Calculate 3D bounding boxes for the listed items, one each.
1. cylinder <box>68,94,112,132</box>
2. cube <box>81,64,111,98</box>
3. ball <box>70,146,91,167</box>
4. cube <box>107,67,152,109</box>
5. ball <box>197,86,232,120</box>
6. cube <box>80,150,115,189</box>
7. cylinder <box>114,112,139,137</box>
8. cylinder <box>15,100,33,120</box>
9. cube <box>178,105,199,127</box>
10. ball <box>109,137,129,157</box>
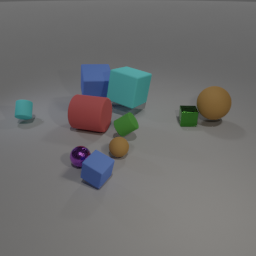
[{"bbox_3d":[-1.521,-0.605,11.414,1.400,1.400,1.400,8,29,14],"label":"cylinder"},{"bbox_3d":[-1.578,-2.196,13.885,1.400,1.400,1.400,-3,47,-13],"label":"cube"},{"bbox_3d":[-1.574,0.941,9.282,0.700,0.700,0.700,0,28,0],"label":"ball"},{"bbox_3d":[0.055,-1.869,12.675,1.400,1.400,1.400,22,27,24],"label":"cube"},{"bbox_3d":[3.586,-1.044,11.709,1.400,1.400,1.400,0,28,0],"label":"ball"},{"bbox_3d":[-0.911,1.220,8.352,0.700,0.700,0.700,28,41,16],"label":"cube"},{"bbox_3d":[-0.065,-0.129,10.514,0.700,0.700,0.700,-29,22,19],"label":"cylinder"},{"bbox_3d":[-4.487,-0.782,12.061,0.700,0.700,0.700,-1,-14,0],"label":"cylinder"},{"bbox_3d":[2.581,-0.512,12.015,0.700,0.700,0.700,1,28,2],"label":"cube"},{"bbox_3d":[-0.313,0.656,9.696,0.700,0.700,0.700,0,28,0],"label":"ball"}]
